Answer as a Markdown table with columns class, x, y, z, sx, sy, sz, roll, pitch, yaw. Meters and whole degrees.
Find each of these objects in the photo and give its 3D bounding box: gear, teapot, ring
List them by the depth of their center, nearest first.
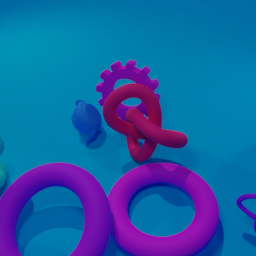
| class | x | y | z | sx | sy | sz | roll | pitch | yaw |
| --- | --- | --- | --- | --- | --- | --- | --- | --- | --- |
| teapot | 2.543 | 1.645 | 4.369 | 1.812 | 0.887 | 1.126 | 37 | 31 | 19 |
| ring | -1.278 | 1.554 | 4.525 | 2.076 | 0.415 | 2.076 | -6 | 63 | 11 |
| ring | 0.586 | 1.417 | 5.033 | 2.017 | 0.403 | 2.017 | -5 | 39 | 4 |
| teapot | -1.009 | -0.161 | 6.638 | 0.599 | 0.761 | 1.223 | -31 | 66 | 26 |
| gear | -0.006 | -0.828 | 6.653 | 1.505 | 1.505 | 0.278 | 13 | 30 | 13 |

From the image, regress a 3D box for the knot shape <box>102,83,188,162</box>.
| class | x | y | z | sx | sy | sz | roll | pitch | yaw |
| --- | --- | --- | --- | --- | --- | --- | --- | --- | --- |
| knot shape | 0.270 | 0.031 | 5.777 | 1.768 | 1.655 | 0.817 | 39 | 62 | 5 |

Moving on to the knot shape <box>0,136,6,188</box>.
| class | x | y | z | sx | sy | sz | roll | pitch | yaw |
| --- | --- | --- | --- | --- | --- | --- | --- | --- | --- |
| knot shape | -3.026 | 0.393 | 5.233 | 1.571 | 1.679 | 0.776 | 23 | 53 | 19 |
